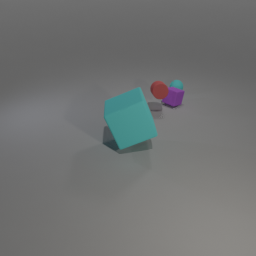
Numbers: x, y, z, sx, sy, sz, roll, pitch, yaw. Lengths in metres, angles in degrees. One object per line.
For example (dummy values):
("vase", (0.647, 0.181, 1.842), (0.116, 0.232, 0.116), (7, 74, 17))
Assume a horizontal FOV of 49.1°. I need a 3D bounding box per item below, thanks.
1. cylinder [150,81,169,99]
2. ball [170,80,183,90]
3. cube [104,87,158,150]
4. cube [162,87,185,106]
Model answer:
("cylinder", (1.371, -1.667, 12.273), (0.700, 0.700, 0.700), (-2, 19, -4))
("ball", (2.504, -2.135, 14.477), (0.700, 0.700, 0.700), (0, 30, 0))
("cube", (0.077, -0.358, 9.773), (1.400, 1.400, 1.400), (-21, 27, 8))
("cube", (2.138, -1.494, 13.232), (0.700, 0.700, 0.700), (27, 27, 34))
